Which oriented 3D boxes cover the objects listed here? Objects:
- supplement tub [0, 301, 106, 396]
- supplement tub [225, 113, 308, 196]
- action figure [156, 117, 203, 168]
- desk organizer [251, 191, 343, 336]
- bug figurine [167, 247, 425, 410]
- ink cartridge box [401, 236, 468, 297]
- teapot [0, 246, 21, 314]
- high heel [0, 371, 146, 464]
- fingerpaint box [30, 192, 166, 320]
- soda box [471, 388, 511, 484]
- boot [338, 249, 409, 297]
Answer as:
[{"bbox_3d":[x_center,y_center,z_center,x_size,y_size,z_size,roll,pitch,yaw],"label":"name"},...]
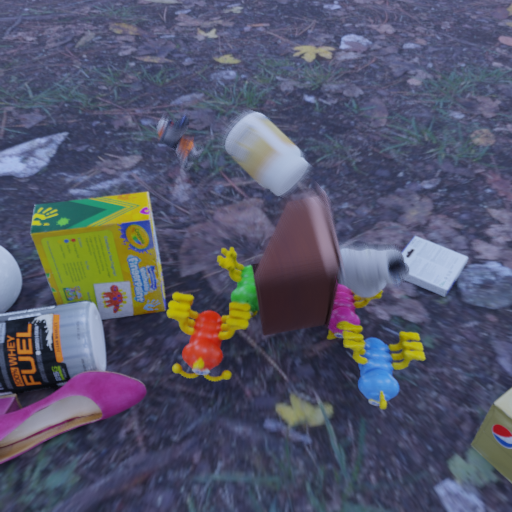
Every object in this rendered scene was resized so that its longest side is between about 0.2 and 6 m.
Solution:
[{"bbox_3d":[-3.327,1.398,8.346,1.972,1.208,1.208,-9,44,-8],"label":"supplement tub"},{"bbox_3d":[0.156,-1.488,8.253,0.777,0.777,1.074,-36,76,-32],"label":"supplement tub"},{"bbox_3d":[-1.494,-2.223,10.677,0.999,1.032,0.540,44,71,-7],"label":"action figure"},{"bbox_3d":[0.467,0.256,7.539,1.016,2.639,0.946,-10,67,-1],"label":"desk organizer"},{"bbox_3d":[0.579,1.067,8.661,3.674,0.945,2.849,10,33,3],"label":"bug figurine"},{"bbox_3d":[3.198,0.175,10.351,1.079,0.234,1.060,25,49,27],"label":"ink cartridge box"},{"bbox_3d":[-4.925,0.241,9.507,1.736,1.284,1.759,-29,50,-27],"label":"teapot"},{"bbox_3d":[-2.731,2.291,7.585,2.453,0.826,1.177,-6,33,0],"label":"high heel"},{"bbox_3d":[-2.458,0.071,9.089,1.746,2.093,0.768,-8,44,-7],"label":"fingerpaint box"},{"bbox_3d":[4.792,1.869,7.878,3.618,1.158,1.225,-27,49,-25],"label":"soda box"},{"bbox_3d":[1.798,0.267,8.078,0.847,1.772,0.652,1,84,31],"label":"boot"}]
